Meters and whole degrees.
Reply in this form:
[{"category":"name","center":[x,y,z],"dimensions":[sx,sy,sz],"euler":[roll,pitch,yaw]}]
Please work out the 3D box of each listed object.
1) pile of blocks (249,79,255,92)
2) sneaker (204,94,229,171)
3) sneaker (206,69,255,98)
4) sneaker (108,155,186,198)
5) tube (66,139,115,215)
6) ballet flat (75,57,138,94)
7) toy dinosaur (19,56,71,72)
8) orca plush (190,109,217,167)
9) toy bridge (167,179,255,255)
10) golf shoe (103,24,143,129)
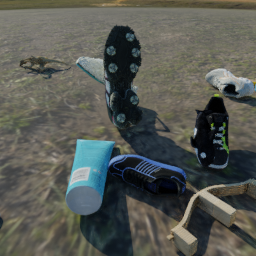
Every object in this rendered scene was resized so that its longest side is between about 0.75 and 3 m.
[{"category":"pile of blocks","center":[5.725,-1.677,11.019],"dimensions":[0.938,0.710,2.286],"euler":[-20,33,-32]},{"category":"sneaker","center":[2.166,0.020,7.146],"dimensions":[0.781,0.902,2.178],"euler":[3,51,9]},{"category":"sneaker","center":[3.850,-1.773,11.172],"dimensions":[0.979,0.806,2.129],"euler":[-23,35,-29]},{"category":"sneaker","center":[0.365,1.048,6.039],"dimensions":[1.777,0.623,0.692],"euler":[8,22,12]},{"category":"tube","center":[-0.857,0.851,6.483],"dimensions":[1.041,0.677,2.687],"euler":[8,23,-4]},{"category":"ballet flat","center":[-0.599,-1.755,9.447],"dimensions":[2.666,0.957,0.957],"euler":[35,0,-43]},{"category":"toy dinosaur","center":[-4.369,-3.382,14.128],"dimensions":[2.732,0.795,1.381],"euler":[3,27,5]},{"category":"orca plush","center":[1.883,0.144,6.423],"dimensions":[0.766,0.518,1.457],"euler":[34,53,-21]},{"category":"toy bridge","center":[1.677,1.544,5.426],"dimensions":[2.470,0.336,0.830],"euler":[-19,31,-31]},{"category":"golf shoe","center":[-0.325,-1.475,8.303],"dimensions":[1.150,2.979,1.312],"euler":[-2,3,-23]}]
